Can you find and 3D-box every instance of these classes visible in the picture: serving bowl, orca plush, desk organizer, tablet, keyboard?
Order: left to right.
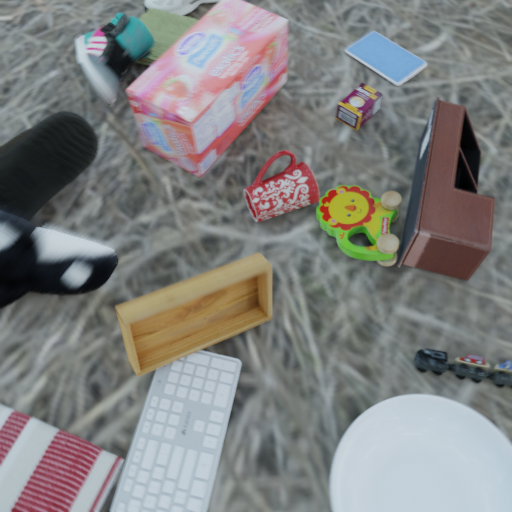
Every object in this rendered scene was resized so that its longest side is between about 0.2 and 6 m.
[{"bbox_3d":[-3.794,0.143,7.882,3.406,1.792,1.211,18,68,-20],"label":"orca plush"},{"bbox_3d":[-1.192,3.101,7.109,1.158,0.219,4.113,10,59,6],"label":"keyboard"},{"bbox_3d":[2.692,-4.132,11.694,0.967,0.101,1.486,-38,64,-21],"label":"tablet"},{"bbox_3d":[2.056,2.972,6.852,2.377,0.782,2.377,0,57,0],"label":"serving bowl"},{"bbox_3d":[3.234,-1.145,9.282,1.138,1.060,2.957,15,59,6],"label":"desk organizer"}]

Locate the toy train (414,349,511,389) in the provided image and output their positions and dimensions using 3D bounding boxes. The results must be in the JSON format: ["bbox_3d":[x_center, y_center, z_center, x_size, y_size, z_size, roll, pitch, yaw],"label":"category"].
[{"bbox_3d":[3.094,1.605,8.024,1.634,0.279,0.374,10,43,7],"label":"toy train"}]

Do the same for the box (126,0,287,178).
[{"bbox_3d":[-0.773,-3.111,10.157,1.395,1.512,2.947,30,66,17],"label":"box"}]

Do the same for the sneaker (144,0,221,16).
[{"bbox_3d":[-1.483,-6.099,12.212,2.255,1.298,0.851,-26,62,-15],"label":"sneaker"}]

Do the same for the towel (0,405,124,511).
[{"bbox_3d":[-3.377,3.007,7.130,2.789,0.317,2.009,19,58,9],"label":"towel"}]

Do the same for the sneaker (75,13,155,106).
[{"bbox_3d":[-2.574,-3.808,10.613,1.387,0.960,2.296,-30,48,5],"label":"sneaker"}]

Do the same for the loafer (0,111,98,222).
[{"bbox_3d":[-4.192,-1.035,9.270,3.551,1.296,1.267,-38,25,-16],"label":"loafer"}]

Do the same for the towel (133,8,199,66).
[{"bbox_3d":[-1.862,-4.449,11.630,1.950,0.356,1.447,20,67,21],"label":"towel"}]

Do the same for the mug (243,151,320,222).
[{"bbox_3d":[0.361,-1.150,9.433,1.116,0.744,0.990,-23,86,-8],"label":"mug"}]

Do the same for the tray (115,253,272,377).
[{"bbox_3d":[-0.798,0.800,7.855,2.164,1.067,0.401,-21,42,-22],"label":"tray"}]

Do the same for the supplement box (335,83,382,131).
[{"bbox_3d":[1.967,-2.856,10.716,0.516,0.407,0.789,35,64,20],"label":"supplement box"}]

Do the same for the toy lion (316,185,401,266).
[{"bbox_3d":[1.673,-0.573,9.293,1.379,0.494,1.439,5,55,12],"label":"toy lion"}]
